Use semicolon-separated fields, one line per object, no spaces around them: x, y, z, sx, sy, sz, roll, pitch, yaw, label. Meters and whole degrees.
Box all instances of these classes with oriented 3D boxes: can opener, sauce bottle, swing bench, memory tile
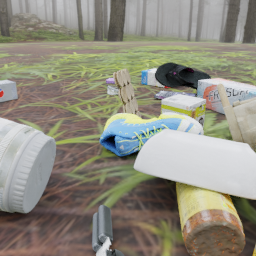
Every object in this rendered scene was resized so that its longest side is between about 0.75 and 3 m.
-0.286;1.521;3.726;0.405;0.321;1.220;31;13;-20;can opener
1.141;0.958;4.411;0.787;0.787;2.383;2;23;4;sauce bottle
3.400;-0.449;6.271;2.321;1.514;2.334;-17;17;19;swing bench
0.015;-0.760;7.706;0.143;1.704;1.306;-11;14;16;memory tile

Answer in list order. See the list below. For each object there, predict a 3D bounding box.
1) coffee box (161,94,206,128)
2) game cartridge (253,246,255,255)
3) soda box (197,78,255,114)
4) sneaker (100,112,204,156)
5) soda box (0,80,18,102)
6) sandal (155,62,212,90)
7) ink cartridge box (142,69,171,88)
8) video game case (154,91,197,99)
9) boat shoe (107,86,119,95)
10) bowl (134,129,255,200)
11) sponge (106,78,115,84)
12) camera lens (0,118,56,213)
1.526;-0.364;7.770;0.903;0.893;0.902;18;27;39;coffee box
3.042;1.461;3.753;2.097;0.386;2.378;14;22;33;game cartridge
3.630;-0.919;9.182;1.024;0.952;2.993;-11;23;-28;soda box
0.424;0.278;6.347;2.384;0.903;1.252;2;31;28;sneaker
-5.359;-1.279;10.492;0.749;0.696;2.195;17;27;38;soda box
2.231;-2.008;10.720;2.542;0.955;0.608;4;-8;-22;sandal
1.762;-2.392;13.484;1.988;0.669;1.155;17;27;38;ink cartridge box
1.922;-1.298;11.244;1.529;0.145;1.092;7;19;19;video game case
-0.321;-1.576;11.766;1.115;0.358;0.411;4;21;10;boat shoe
1.280;0.508;4.693;1.990;0.743;1.987;12;1;23;bowl
-0.507;-2.380;14.183;1.092;0.163;0.609;4;21;13;sponge
-2.198;0.504;4.459;1.715;1.371;1.371;17;22;1;camera lens
